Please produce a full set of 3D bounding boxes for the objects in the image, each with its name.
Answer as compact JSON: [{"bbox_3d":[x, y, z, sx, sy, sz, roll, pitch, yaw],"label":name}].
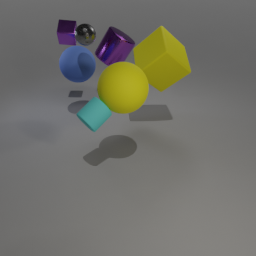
[{"bbox_3d":[1.196,-2.439,10.068,1.400,1.400,1.400,28,44,-38],"label":"cube"},{"bbox_3d":[-2.455,-3.868,11.370,0.700,0.700,0.700,4,67,-4],"label":"cube"},{"bbox_3d":[-1.420,-3.103,9.316,0.700,0.700,0.700,0,30,0],"label":"ball"},{"bbox_3d":[-1.960,-2.477,10.907,1.400,1.400,1.400,0,30,0],"label":"ball"},{"bbox_3d":[-0.921,-0.366,7.649,0.700,0.700,0.700,-46,46,-11],"label":"cylinder"},{"bbox_3d":[-0.601,-3.681,12.906,1.400,1.400,1.400,29,26,-16],"label":"cylinder"},{"bbox_3d":[-0.136,-1.089,7.645,1.400,1.400,1.400,0,30,0],"label":"ball"}]
